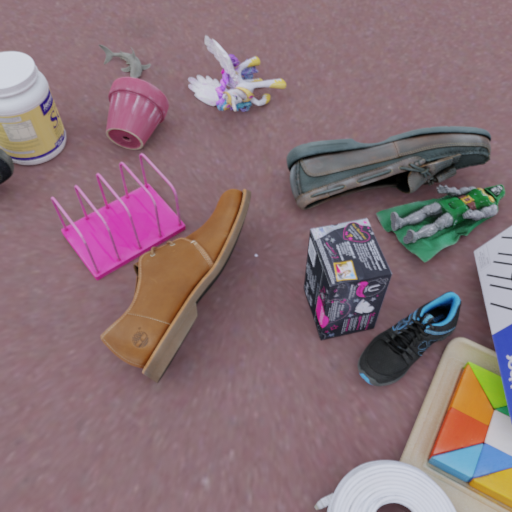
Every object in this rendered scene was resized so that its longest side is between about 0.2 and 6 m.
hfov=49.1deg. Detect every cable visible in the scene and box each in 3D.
[{"bbox_3d":[1.464,2.918,6.005,1.406,0.487,1.405,-36,67,-13],"label":"cable"}]

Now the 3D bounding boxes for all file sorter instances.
[{"bbox_3d":[-2.052,-0.658,8.374,1.583,0.993,1.100,-33,62,-21],"label":"file sorter"}]

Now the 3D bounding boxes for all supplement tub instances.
[{"bbox_3d":[-3.920,-2.424,9.305,1.145,1.574,1.145,0,54,0],"label":"supplement tub"}]

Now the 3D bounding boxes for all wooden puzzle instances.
[{"bbox_3d":[2.981,2.231,6.671,2.052,0.413,2.218,25,58,17],"label":"wooden puzzle"}]

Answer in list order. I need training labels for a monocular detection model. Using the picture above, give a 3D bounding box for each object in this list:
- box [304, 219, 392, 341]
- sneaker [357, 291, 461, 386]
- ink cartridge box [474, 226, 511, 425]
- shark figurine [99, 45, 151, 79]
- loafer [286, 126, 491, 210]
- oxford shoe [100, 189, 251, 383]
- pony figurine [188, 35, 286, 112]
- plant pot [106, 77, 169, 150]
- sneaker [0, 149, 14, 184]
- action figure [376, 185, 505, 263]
[{"bbox_3d":[1.164,0.328,7.413,0.818,1.426,0.942,-10,55,-7],"label":"box"},{"bbox_3d":[2.011,1.033,7.362,1.701,0.697,0.623,-34,61,-21],"label":"sneaker"},{"bbox_3d":[3.602,0.695,6.897,0.623,1.325,2.819,29,42,-19],"label":"ink cartridge box"},{"bbox_3d":[-2.558,-3.960,11.128,1.092,0.456,0.652,38,61,22],"label":"shark figurine"},{"bbox_3d":[2.132,-1.315,8.974,3.235,1.162,1.018,-5,74,4],"label":"loafer"},{"bbox_3d":[-0.990,0.090,7.654,1.113,1.114,3.122,30,58,0],"label":"oxford shoe"},{"bbox_3d":[-0.407,-3.225,10.300,1.480,1.232,1.428,-29,67,-37],"label":"pony figurine"},{"bbox_3d":[-2.140,-2.411,9.724,1.035,1.035,0.926,12,70,9],"label":"plant pot"},{"bbox_3d":[-5.105,-0.893,8.578,2.715,1.038,1.555,-8,56,-2],"label":"sneaker"},{"bbox_3d":[3.071,-0.705,8.746,2.038,0.557,1.204,-21,54,-19],"label":"action figure"}]
